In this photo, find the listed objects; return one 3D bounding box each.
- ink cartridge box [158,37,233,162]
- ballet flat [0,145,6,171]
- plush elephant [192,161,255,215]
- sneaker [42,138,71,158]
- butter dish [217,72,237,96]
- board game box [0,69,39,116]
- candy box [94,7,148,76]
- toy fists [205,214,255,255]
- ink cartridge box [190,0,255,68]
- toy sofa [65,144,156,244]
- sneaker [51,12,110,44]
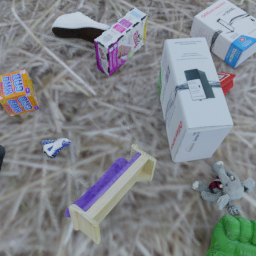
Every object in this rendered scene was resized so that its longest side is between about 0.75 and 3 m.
[{"bbox_3d":[1.723,-0.752,7.951,1.202,2.121,2.893,-5,63,-4],"label":"ink cartridge box"},{"bbox_3d":[-3.810,1.176,7.716,0.435,0.509,1.532,13,79,25],"label":"ballet flat"},{"bbox_3d":[2.543,1.528,7.274,1.184,1.113,1.438,-29,65,-15],"label":"plush elephant"},{"bbox_3d":[-2.092,0.608,8.189,0.900,0.364,0.520,-8,72,14],"label":"sneaker"},{"bbox_3d":[2.975,-1.313,9.096,0.955,0.708,0.958,-36,26,-7],"label":"butter dish"},{"bbox_3d":[-3.452,-1.092,8.794,0.935,0.935,0.934,-16,63,-9],"label":"board game box"},{"bbox_3d":[-0.206,-2.918,9.531,0.620,1.386,2.033,36,68,16],"label":"candy box"},{"bbox_3d":[3.291,3.125,6.462,2.825,0.971,1.440,31,65,19],"label":"toy fists"},{"bbox_3d":[3.612,-3.455,10.075,1.617,0.934,2.215,-37,68,-18],"label":"ink cartridge box"},{"bbox_3d":[-0.408,1.357,6.418,1.084,0.920,2.222,31,53,23],"label":"toy sofa"},{"bbox_3d":[-1.486,-3.794,10.264,2.521,0.918,1.067,13,65,8],"label":"sneaker"}]
